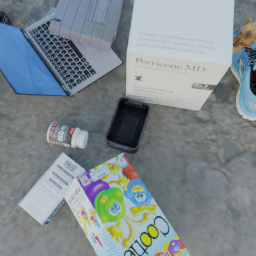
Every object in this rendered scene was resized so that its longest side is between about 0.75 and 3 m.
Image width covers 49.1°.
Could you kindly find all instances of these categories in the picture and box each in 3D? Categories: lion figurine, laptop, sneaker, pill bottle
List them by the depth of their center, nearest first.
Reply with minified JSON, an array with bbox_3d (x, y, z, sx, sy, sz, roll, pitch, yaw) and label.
[{"bbox_3d":[-2.063,-2.320,7.431,2.885,1.672,2.701,-35,76,-10],"label":"laptop"},{"bbox_3d":[-1.633,0.219,7.641,1.004,0.572,0.572,12,73,4],"label":"pill bottle"},{"bbox_3d":[2.853,-2.257,7.742,1.728,1.058,0.626,-38,81,31],"label":"lion figurine"},{"bbox_3d":[3.621,-1.696,7.859,1.098,1.260,2.802,-4,73,-1],"label":"sneaker"}]

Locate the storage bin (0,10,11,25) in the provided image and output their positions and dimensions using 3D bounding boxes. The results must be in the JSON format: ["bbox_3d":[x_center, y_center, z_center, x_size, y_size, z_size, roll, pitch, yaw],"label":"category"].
[{"bbox_3d":[-4.265,-3.329,8.800,0.926,0.434,0.626,8,73,3],"label":"storage bin"}]

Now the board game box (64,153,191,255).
[{"bbox_3d":[-0.118,2.186,6.408,1.371,1.396,2.661,-24,73,-33],"label":"board game box"}]

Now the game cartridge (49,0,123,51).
[{"bbox_3d":[-1.113,-3.582,8.400,1.797,0.532,2.771,17,58,-14],"label":"game cartridge"}]

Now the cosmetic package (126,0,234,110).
[{"bbox_3d":[1.167,-2.047,7.212,2.218,2.691,2.220,7,73,2],"label":"cosmetic package"}]

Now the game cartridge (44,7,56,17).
[{"bbox_3d":[-1.820,-2.773,8.653,2.232,0.456,1.486,33,72,9],"label":"game cartridge"}]

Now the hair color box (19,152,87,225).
[{"bbox_3d":[-1.891,1.556,7.261,0.838,0.507,1.675,36,76,10],"label":"hair color box"}]

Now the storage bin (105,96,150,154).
[{"bbox_3d":[0.005,-0.066,7.699,0.916,0.636,1.356,17,73,5],"label":"storage bin"}]
